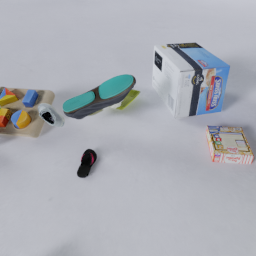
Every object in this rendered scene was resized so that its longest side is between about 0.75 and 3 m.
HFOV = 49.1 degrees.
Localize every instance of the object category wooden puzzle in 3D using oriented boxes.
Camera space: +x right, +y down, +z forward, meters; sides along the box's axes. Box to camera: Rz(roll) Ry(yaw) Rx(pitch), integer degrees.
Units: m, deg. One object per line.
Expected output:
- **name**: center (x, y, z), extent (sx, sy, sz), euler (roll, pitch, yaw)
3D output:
- **wooden puzzle**: center (-3.445, -0.602, 8.660), extent (1.913, 0.443, 1.772), euler (7, 58, 8)

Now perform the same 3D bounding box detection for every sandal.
- **sandal**: center (-1.051, 0.848, 7.212), extent (0.394, 0.237, 1.050), euler (4, 34, 6)

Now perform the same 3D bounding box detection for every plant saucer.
- **plant saucer**: center (-0.388, -1.060, 10.022), extent (1.298, 0.311, 1.300), euler (16, 37, 23)

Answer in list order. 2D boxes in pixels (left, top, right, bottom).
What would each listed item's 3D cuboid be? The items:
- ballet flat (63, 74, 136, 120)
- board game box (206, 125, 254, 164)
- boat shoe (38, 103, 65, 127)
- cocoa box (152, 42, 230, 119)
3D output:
- **ballet flat**: center (-0.752, -0.825, 8.097), extent (2.324, 0.849, 0.849), euler (-22, 31, 13)
- **board game box**: center (2.768, 0.431, 7.771), extent (1.016, 0.311, 1.341), euler (3, 34, 5)
- **boat shoe**: center (-1.500, -0.261, 5.244), extent (0.769, 0.268, 0.274), euler (34, 15, 31)
- **cocoa box**: center (2.049, -1.773, 9.792), extent (1.698, 1.725, 2.587), euler (-7, 34, -11)
